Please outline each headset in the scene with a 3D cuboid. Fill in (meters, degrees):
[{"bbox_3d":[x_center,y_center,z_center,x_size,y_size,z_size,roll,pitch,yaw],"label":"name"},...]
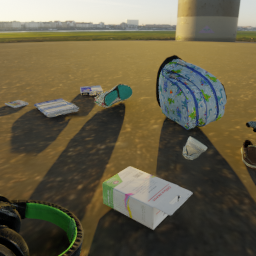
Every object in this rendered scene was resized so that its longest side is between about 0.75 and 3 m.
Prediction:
[{"bbox_3d":[-2.054,1.552,4.152,2.838,1.333,1.753,1,18,-29],"label":"headset"}]

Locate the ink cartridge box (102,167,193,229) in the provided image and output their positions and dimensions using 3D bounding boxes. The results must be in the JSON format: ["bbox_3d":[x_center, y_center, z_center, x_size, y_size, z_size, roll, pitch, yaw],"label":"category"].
[{"bbox_3d":[0.373,1.401,5.604,1.593,0.536,0.933,17,27,36],"label":"ink cartridge box"}]

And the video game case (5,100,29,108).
[{"bbox_3d":[-4.960,-1.075,12.484,0.775,0.086,0.706,17,27,35],"label":"video game case"}]

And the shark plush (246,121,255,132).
[{"bbox_3d":[4.867,-0.302,9.271,2.409,1.003,1.095,-3,22,-7],"label":"shark plush"}]

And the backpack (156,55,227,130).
[{"bbox_3d":[2.180,-1.143,10.113,2.204,2.339,2.867,-27,39,-32],"label":"backpack"}]

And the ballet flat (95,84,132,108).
[{"bbox_3d":[-0.680,-1.501,12.604,0.742,0.878,2.321,3,18,33],"label":"ballet flat"}]

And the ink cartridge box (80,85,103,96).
[{"bbox_3d":[-1.889,-1.925,14.428,1.100,0.262,1.113,-6,21,-10],"label":"ink cartridge box"}]

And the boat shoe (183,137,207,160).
[{"bbox_3d":[1.601,0.571,6.898,0.484,0.494,1.387,34,-2,15],"label":"boat shoe"}]

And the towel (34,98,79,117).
[{"bbox_3d":[-3.042,-0.868,11.795,1.377,0.223,1.875,-16,25,-30],"label":"towel"}]

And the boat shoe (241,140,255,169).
[{"bbox_3d":[3.311,0.669,7.592,0.437,0.438,1.183,2,22,5],"label":"boat shoe"}]
